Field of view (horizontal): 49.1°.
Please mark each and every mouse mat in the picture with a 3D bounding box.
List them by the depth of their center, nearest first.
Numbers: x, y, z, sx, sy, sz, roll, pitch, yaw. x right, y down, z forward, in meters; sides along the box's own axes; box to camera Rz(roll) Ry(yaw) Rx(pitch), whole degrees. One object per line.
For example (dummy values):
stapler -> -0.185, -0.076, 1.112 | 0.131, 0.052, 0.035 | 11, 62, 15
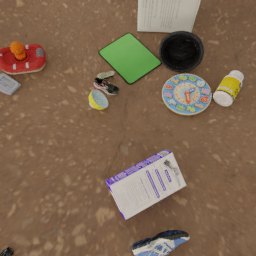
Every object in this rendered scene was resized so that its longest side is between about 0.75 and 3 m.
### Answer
mouse mat -> 0.074, -3.167, 12.569 | 1.929, 0.090, 2.397 | -36, 69, -16

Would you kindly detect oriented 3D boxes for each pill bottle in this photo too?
pill bottle -> 4.151, -1.655, 11.448 | 0.802, 0.802, 1.441 | 31, 69, 14

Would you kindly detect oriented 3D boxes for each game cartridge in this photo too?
game cartridge -> -5.163, -1.843, 11.876 | 1.058, 0.214, 0.706 | 33, 65, 15

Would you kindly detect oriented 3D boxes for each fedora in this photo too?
fedora -> 2.329, -3.338, 12.078 | 1.918, 1.918, 0.876 | 23, 32, 10

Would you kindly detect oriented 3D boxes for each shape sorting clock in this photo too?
shape sorting clock -> 2.421, -1.429, 11.560 | 2.024, 0.397, 2.024 | 0, 64, 0

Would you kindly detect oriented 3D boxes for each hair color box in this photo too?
hair color box -> 0.616, 1.864, 9.508 | 2.400, 0.778, 1.312 | -26, 100, -11

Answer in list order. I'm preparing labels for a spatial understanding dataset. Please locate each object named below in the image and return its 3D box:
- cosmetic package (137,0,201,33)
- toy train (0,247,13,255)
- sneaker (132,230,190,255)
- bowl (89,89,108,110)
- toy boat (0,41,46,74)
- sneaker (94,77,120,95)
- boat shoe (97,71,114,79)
cosmetic package -> 1.751, -5.845, 12.694 | 2.569, 2.119, 2.117 | 2, 65, 1
toy train -> -4.268, 4.434, 8.858 | 0.340, 0.253, 1.483 | 34, 68, 18
sneaker -> 1.096, 3.815, 8.996 | 1.887, 0.714, 0.727 | -17, 82, -4
bowl -> -1.279, -1.058, 11.279 | 0.480, 0.891, 0.891 | -36, 62, 30
toy boat -> -4.585, -3.116, 11.844 | 2.024, 1.323, 1.321 | -9, 65, -4
sneaker -> -0.929, -1.765, 11.664 | 1.160, 0.501, 0.466 | 19, 67, 8
boat shoe -> -0.946, -2.249, 12.043 | 0.790, 0.246, 0.295 | -11, 71, 12
